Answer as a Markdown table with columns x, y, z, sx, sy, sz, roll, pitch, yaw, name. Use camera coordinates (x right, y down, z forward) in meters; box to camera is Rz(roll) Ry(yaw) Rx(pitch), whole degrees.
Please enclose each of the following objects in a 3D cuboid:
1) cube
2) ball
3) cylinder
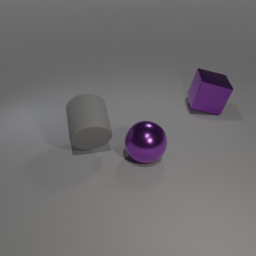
| x | y | z | sx | sy | sz | roll | pitch | yaw | name |
| --- | --- | --- | --- | --- | --- | --- | --- | --- | --- |
| 3.632 | -1.636 | 12.586 | 1.400 | 1.400 | 1.400 | 13 | 35 | -5 | cube |
| 0.589 | 0.458 | 9.235 | 1.400 | 1.400 | 1.400 | 0 | 29 | 0 | ball |
| -1.339 | -0.207 | 9.529 | 1.400 | 1.400 | 1.400 | -7 | 56 | -12 | cylinder |
